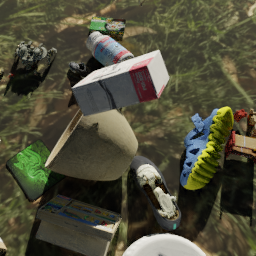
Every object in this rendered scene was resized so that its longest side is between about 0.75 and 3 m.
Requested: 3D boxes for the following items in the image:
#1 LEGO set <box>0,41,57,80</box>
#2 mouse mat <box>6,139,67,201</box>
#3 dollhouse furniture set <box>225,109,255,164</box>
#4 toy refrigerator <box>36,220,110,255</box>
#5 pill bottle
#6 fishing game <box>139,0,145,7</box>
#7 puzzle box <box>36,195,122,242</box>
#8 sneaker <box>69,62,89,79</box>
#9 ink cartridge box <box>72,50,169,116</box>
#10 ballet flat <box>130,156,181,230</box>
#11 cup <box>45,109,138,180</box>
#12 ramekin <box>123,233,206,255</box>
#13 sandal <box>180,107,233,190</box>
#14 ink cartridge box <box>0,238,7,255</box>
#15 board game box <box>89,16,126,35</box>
[{"bbox_3d":[-3.734,-2.453,9.902,2.437,0.691,1.583,-41,71,-18],"label":"LEGO set"},{"bbox_3d":[-2.768,1.221,8.456,1.282,0.060,1.593,-37,69,-16],"label":"mouse mat"},{"bbox_3d":[3.612,0.168,8.729,0.934,0.706,1.735,13,47,7],"label":"dollhouse furniture set"},{"bbox_3d":[-1.380,2.813,7.362,1.815,0.635,0.689,15,72,8],"label":"toy refrigerator"},{"bbox_3d":[-0.663,-2.640,9.861,1.691,0.920,0.920,42,71,18],"label":"pill bottle"},{"bbox_3d":[0.106,-4.343,7.730,1.237,1.727,0.269,-47,35,22],"label":"fishing game"},{"bbox_3d":[-1.190,2.286,7.276,1.944,1.293,0.247,15,94,7],"label":"puzzle box"},{"bbox_3d":[-1.734,-2.143,9.839,0.930,0.529,0.351,38,70,17],"label":"sneaker"},{"bbox_3d":[-0.124,-0.909,5.715,1.650,0.700,1.202,-14,22,25],"label":"ink cartridge box"},{"bbox_3d":[0.770,1.676,7.812,0.861,0.861,2.356,-24,66,-11],"label":"ballet flat"},{"bbox_3d":[-0.809,0.431,7.727,1.811,2.533,2.533,33,66,-13],"label":"cup"},{"bbox_3d":[0.900,3.734,6.565,2.500,1.219,2.500,0,64,0],"label":"ramekin"},{"bbox_3d":[2.171,0.555,8.374,1.172,1.070,2.693,12,66,42],"label":"sandal"},{"bbox_3d":[-4.267,2.922,7.274,1.433,0.653,1.739,-36,69,-17],"label":"ink cartridge box"},{"bbox_3d":[-0.786,-4.022,10.981,1.356,0.159,0.710,7,66,3],"label":"board game box"}]
